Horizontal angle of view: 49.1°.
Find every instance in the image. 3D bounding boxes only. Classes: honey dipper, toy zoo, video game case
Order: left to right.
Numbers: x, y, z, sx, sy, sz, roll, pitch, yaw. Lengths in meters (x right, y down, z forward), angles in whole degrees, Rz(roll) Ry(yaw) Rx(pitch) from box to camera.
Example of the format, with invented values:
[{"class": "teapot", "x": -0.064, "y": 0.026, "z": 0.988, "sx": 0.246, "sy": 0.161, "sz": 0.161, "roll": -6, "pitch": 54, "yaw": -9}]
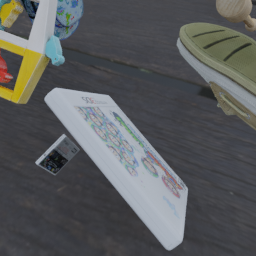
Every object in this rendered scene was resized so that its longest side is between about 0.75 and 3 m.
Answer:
[{"class": "toy zoo", "x": -2.430, "y": -1.651, "z": 4.984, "sx": 2.890, "sy": 1.896, "sz": 0.296, "roll": 23, "pitch": 9, "yaw": 13}, {"class": "video game case", "x": -1.330, "y": 0.533, "z": 5.405, "sx": 0.093, "sy": 0.793, "sz": 0.721, "roll": 39, "pitch": 78, "yaw": 22}, {"class": "video game case", "x": 0.044, "y": 0.408, "z": 4.531, "sx": 0.294, "sy": 2.262, "sz": 2.485, "roll": -41, "pitch": 84, "yaw": 13}, {"class": "honey dipper", "x": 2.373, "y": -2.315, "z": 5.729, "sx": 0.506, "sy": 0.506, "sz": 2.666, "roll": 30, "pitch": 24, "yaw": 23}]

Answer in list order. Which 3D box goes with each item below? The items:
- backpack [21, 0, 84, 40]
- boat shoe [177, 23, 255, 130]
[{"class": "backpack", "x": -2.114, "y": -3.515, "z": 8.155, "sx": 1.291, "sy": 1.757, "sz": 1.608, "roll": 18, "pitch": 51, "yaw": 29}, {"class": "boat shoe", "x": 1.715, "y": -0.629, "z": 4.209, "sx": 1.055, "sy": 0.965, "sz": 2.822, "roll": -24, "pitch": 52, "yaw": -21}]
